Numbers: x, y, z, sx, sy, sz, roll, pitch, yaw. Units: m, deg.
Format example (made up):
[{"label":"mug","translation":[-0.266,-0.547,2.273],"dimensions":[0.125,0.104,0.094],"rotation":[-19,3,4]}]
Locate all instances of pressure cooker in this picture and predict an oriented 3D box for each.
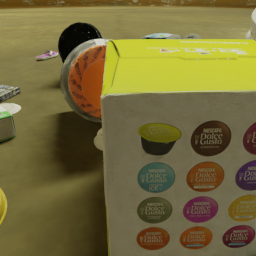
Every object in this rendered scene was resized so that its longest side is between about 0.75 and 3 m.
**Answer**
[{"label":"pressure cooker","translation":[-1.500,-2.814,10.452],"dimensions":[1.715,1.688,1.920],"rotation":[1,-1,10]}]

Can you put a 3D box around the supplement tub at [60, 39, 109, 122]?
[{"label":"supplement tub","translation":[-0.696,-1.122,6.671],"dimensions":[1.780,1.780,2.905],"rotation":[-6,11,-12]}]

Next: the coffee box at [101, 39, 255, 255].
[{"label":"coffee box","translation":[0.941,0.173,4.042],"dimensions":[2.531,2.507,2.535],"rotation":[-1,28,-2]}]

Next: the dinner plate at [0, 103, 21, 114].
[{"label":"dinner plate","translation":[-3.572,-0.557,8.079],"dimensions":[0.903,0.109,0.903],"rotation":[1,29,0]}]

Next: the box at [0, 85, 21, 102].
[{"label":"box","translation":[-4.071,-1.131,9.036],"dimensions":[0.743,0.226,0.922],"rotation":[8,29,18]}]

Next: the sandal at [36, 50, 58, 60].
[{"label":"sandal","translation":[-3.892,-3.594,13.615],"dimensions":[0.585,0.353,1.437],"rotation":[10,29,18]}]

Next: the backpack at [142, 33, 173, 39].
[{"label":"backpack","translation":[1.471,-3.402,12.190],"dimensions":[1.654,1.328,1.808],"rotation":[-24,36,-38]}]

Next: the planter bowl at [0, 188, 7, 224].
[{"label":"planter bowl","translation":[-2.466,1.020,4.105],"dimensions":[1.318,0.549,1.318],"rotation":[15,36,-11]}]

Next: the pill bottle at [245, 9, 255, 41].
[{"label":"pill bottle","translation":[3.699,-1.848,7.173],"dimensions":[1.381,2.442,1.381],"rotation":[-9,51,12]}]

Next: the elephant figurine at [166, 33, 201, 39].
[{"label":"elephant figurine","translation":[1.590,-1.057,7.609],"dimensions":[1.992,2.568,1.817],"rotation":[-35,48,-10]}]

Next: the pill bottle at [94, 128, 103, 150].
[{"label":"pill bottle","translation":[-0.394,0.145,6.310],"dimensions":[0.488,0.488,0.871],"rotation":[12,31,22]}]

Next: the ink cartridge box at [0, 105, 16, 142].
[{"label":"ink cartridge box","translation":[-3.504,-0.146,6.716],"dimensions":[1.067,0.615,1.462],"rotation":[-21,34,-35]}]
